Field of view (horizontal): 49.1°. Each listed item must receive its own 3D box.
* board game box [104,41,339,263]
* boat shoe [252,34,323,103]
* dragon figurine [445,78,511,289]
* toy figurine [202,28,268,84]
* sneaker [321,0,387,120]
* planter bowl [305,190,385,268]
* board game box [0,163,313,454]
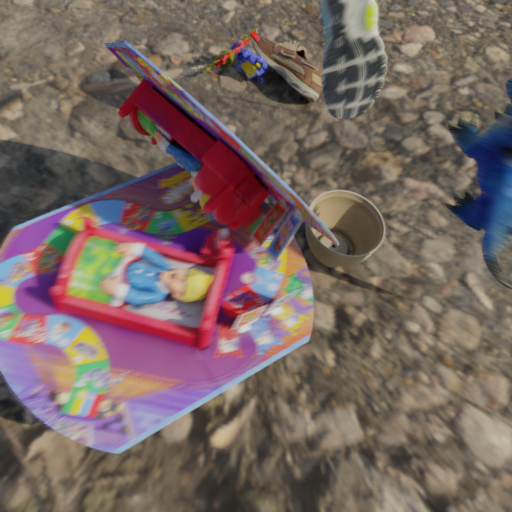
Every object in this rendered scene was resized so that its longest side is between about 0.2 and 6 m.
[{"bbox_3d":[-0.810,-1.260,7.342,0.825,3.349,4.239,-49,28,2],"label":"board game box"},{"bbox_3d":[0.806,-4.412,12.684,2.274,0.816,0.861,48,21,23],"label":"boat shoe"},{"bbox_3d":[3.059,-0.643,6.558,1.077,3.659,1.819,-9,30,2],"label":"dragon figurine"},{"bbox_3d":[-0.305,-4.316,12.910,0.949,1.078,1.800,-52,24,-20],"label":"toy figurine"},{"bbox_3d":[1.530,-3.602,9.119,1.048,2.705,1.077,-4,30,2],"label":"sneaker"},{"bbox_3d":[1.408,-0.335,9.548,1.315,0.885,1.315,5,58,-9],"label":"planter bowl"},{"bbox_3d":[-1.278,0.224,7.226,4.285,0.834,3.386,-26,70,-23],"label":"board game box"}]
